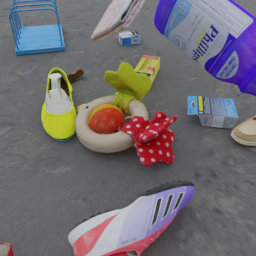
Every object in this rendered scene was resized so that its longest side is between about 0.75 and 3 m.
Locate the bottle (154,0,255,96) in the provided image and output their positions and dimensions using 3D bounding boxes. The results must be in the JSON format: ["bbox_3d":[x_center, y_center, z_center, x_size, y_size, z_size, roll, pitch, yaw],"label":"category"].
[{"bbox_3d":[1.609,-1.316,4.471,2.603,1.087,0.850,44,67,10],"label":"bottle"}]

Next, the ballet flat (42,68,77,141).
[{"bbox_3d":[-2.044,-0.857,8.113,0.969,0.972,2.900,-7,39,-9],"label":"ballet flat"}]

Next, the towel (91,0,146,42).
[{"bbox_3d":[-0.057,-4.024,8.948,2.586,0.417,2.470,-59,26,-9],"label":"towel"}]

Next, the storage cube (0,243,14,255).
[{"bbox_3d":[-2.186,2.301,4.136,0.932,0.838,0.797,0,31,-7],"label":"storage cube"}]

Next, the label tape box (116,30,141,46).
[{"bbox_3d":[-0.013,-4.184,12.771,0.876,0.385,1.215,-10,40,-12],"label":"label tape box"}]

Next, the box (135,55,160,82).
[{"bbox_3d":[0.622,-1.960,9.901,0.699,0.465,1.856,12,40,14],"label":"box"}]

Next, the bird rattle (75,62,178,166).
[{"bbox_3d":[-0.136,-0.108,7.270,2.395,1.655,2.938,-17,53,-2],"label":"bird rattle"}]

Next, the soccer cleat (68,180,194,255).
[{"bbox_3d":[0.258,1.753,5.065,2.549,0.869,0.933,-19,58,-22],"label":"soccer cleat"}]

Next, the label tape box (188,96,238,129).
[{"bbox_3d":[2.379,-0.469,8.066,1.339,0.443,0.959,4,38,9],"label":"label tape box"}]

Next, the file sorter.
[{"bbox_3d":[-3.985,-4.675,12.280,2.012,1.779,2.899,-9,40,-10],"label":"file sorter"}]

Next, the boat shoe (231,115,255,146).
[{"bbox_3d":[3.804,-0.214,7.422,2.363,0.817,0.871,-16,41,-19],"label":"boat shoe"}]

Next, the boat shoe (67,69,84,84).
[{"bbox_3d":[-1.973,-1.799,9.894,0.897,0.324,0.323,-42,23,-27],"label":"boat shoe"}]
